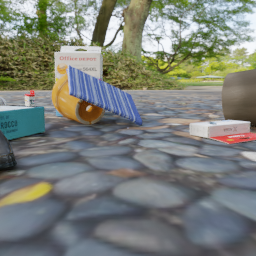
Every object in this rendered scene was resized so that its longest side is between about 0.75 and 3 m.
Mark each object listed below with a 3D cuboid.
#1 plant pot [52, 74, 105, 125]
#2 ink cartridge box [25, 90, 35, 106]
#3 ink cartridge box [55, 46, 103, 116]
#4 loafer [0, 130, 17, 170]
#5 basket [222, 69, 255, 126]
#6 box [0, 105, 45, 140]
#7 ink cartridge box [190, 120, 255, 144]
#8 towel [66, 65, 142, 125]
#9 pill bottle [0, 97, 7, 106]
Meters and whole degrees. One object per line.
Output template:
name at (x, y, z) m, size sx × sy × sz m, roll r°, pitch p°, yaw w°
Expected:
plant pot at (-1.307, -0.764, 8.058) m, size 1.443 × 1.443 × 1.321 m, roll -5°, pitch 26°, yaw -29°
ink cartridge box at (-4.222, -1.205, 12.062) m, size 0.278 × 0.826 × 0.480 m, roll -8°, pitch 12°, yaw -40°
ink cartridge box at (-1.713, -1.713, 10.042) m, size 1.579 × 2.456 × 1.538 m, roll -1°, pitch 9°, yaw -4°
loafer at (-1.991, 0.226, 3.954) m, size 0.569 × 0.566 × 1.564 m, roll -6°, pitch 12°, yaw -40°
basket at (3.781, -0.778, 6.946) m, size 2.504 × 1.703 × 2.257 m, roll 2°, pitch -7°, yaw 36°
box at (-2.870, -0.052, 5.521) m, size 1.025 × 0.612 × 2.492 m, roll 4°, pitch 10°, yaw 25°
ink cartridge box at (2.171, 0.047, 5.990) m, size 1.278 × 0.286 × 1.126 m, roll -5°, pitch 9°, yaw -28°
towel at (-0.652, -0.854, 7.579) m, size 2.169 × 0.259 × 1.570 m, roll 22°, pitch 27°, yaw -28°
pill bottle at (-4.652, -0.749, 9.498) m, size 0.738 × 0.738 × 1.314 m, roll 0°, pitch 9°, yaw 0°
